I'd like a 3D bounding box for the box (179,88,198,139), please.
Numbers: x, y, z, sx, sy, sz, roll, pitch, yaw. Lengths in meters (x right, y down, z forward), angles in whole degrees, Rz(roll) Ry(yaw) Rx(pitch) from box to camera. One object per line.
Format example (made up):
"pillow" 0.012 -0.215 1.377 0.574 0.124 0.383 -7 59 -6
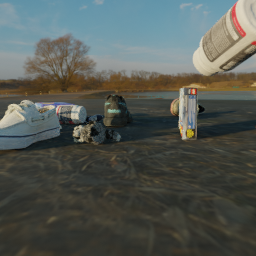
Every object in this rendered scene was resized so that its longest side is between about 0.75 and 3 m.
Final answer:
"box" 1.718 -0.485 8.140 0.392 1.347 1.968 1 8 7

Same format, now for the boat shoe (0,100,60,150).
"boat shoe" -2.552 -0.146 6.725 1.044 1.028 2.945 2 8 17

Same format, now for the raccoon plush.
"raccoon plush" -0.831 0.237 6.856 1.099 0.532 0.737 30 -27 -36

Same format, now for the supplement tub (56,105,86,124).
"supplement tub" -2.211 -0.524 10.833 1.031 0.724 0.724 2 8 18

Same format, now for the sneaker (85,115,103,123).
"sneaker" -1.420 -0.369 11.296 0.840 0.294 0.456 -8 4 -8

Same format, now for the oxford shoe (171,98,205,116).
"oxford shoe" 3.149 -1.079 14.595 0.936 0.897 2.535 10 12 41

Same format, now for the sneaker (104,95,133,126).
"sneaker" -0.345 -0.727 10.970 1.079 1.134 2.862 -2 6 1

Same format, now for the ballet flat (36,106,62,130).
"ballet flat" -3.171 -0.331 9.136 2.465 0.885 0.885 6 10 35

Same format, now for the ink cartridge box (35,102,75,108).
"ink cartridge box" -3.155 -0.698 12.150 1.389 0.777 2.035 -4 10 -29

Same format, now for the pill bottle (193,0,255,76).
"pill bottle" 3.346 -2.801 9.104 1.562 1.562 2.822 -3 -15 -21
